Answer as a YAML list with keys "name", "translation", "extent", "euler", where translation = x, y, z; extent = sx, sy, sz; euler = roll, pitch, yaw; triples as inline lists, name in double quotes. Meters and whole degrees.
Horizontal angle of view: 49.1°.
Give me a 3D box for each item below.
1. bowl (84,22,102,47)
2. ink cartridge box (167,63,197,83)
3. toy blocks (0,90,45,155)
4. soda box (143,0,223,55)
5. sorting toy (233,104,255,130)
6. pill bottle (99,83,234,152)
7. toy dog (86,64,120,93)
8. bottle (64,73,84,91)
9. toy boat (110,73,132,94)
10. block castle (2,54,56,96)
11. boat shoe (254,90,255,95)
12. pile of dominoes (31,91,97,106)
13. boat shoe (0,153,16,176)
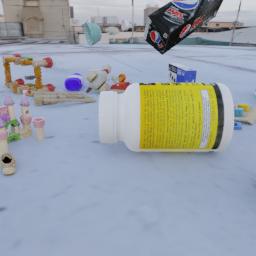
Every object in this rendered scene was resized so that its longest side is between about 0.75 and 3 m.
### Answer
- name: "bowl"
  translation: [-1.146, -3.143, 9.294]
  extent: [0.412, 0.787, 0.787]
  euler: [-19, 26, -20]
- name: "ink cartridge box"
  translation: [2.478, -2.316, 13.171]
  extent: [0.550, 1.170, 2.489]
  euler: [-2, 21, -9]
- name: "toy blocks"
  translation: [-3.226, -0.263, 7.413]
  extent: [1.551, 1.305, 1.449]
  euler: [14, 25, 34]
- name: "soda box"
  translation: [1.591, -3.128, 7.792]
  extent: [2.498, 0.884, 0.791]
  euler: [-40, 74, -23]
- name: "sorting toy"
  translation: [3.582, -0.603, 9.657]
  extent: [1.616, 0.391, 2.870]
  euler: [12, 23, 29]
- name: "pill bottle"
  translation: [0.833, -0.262, 6.821]
  extent: [2.989, 1.681, 1.681]
  euler: [0, 20, -1]
- name: "toy dog"
  translation: [-1.396, -2.267, 13.332]
  extent: [1.073, 1.469, 2.228]
  euler: [-34, -1, 28]
- name: "bottle"
  translation: [-2.635, -2.356, 14.047]
  extent: [0.827, 0.646, 1.980]
  euler: [-1, 20, -2]
- name: "toy boat"
  translation: [-0.271, -2.012, 12.720]
  extent: [0.914, 0.916, 1.401]
  euler: [5, 21, 14]
- name: "block castle"
  translation: [-4.462, -2.439, 12.786]
  extent: [2.530, 1.691, 1.187]
  euler: [13, 23, 30]
- name: "boat shoe"
  translation: [6.003, -1.494, 11.436]
  extent: [0.990, 0.828, 2.770]
  euler: [1, 20, 3]
- name: "pile of dominoes"
  translation: [-2.708, -1.177, 11.623]
  extent: [2.302, 0.367, 1.795]
  euler: [-2, 18, -30]
- name: "boat shoe"
  translation: [-2.654, 0.716, 6.205]
  extent: [0.333, 0.302, 0.935]
  euler: [-11, 23, -26]
